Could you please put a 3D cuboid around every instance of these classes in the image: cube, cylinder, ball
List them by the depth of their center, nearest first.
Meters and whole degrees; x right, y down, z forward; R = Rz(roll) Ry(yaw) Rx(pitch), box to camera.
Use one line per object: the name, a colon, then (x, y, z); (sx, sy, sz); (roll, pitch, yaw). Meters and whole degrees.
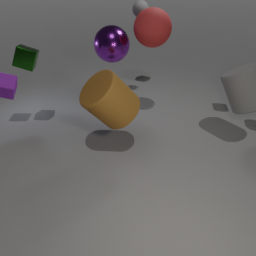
cylinder: (-0.562, -0.874, 8.829); (1.400, 1.400, 1.400); (-23, 47, 28)
cylinder: (4.068, -1.371, 9.565); (1.400, 1.400, 1.400); (-23, 11, 5)
cube: (-3.612, -2.491, 9.927); (0.700, 0.700, 0.700); (15, 20, -15)
ball: (0.903, -3.677, 10.282); (1.400, 1.400, 1.400); (0, 29, 0)
cube: (-4.737, -1.626, 10.879); (0.700, 0.700, 0.700); (11, 56, -17)
ball: (-0.631, -3.255, 10.886); (1.400, 1.400, 1.400); (0, 29, 0)
ball: (0.534, -5.013, 11.815); (0.700, 0.700, 0.700); (0, 29, 0)
